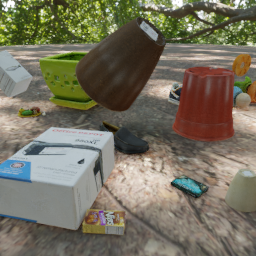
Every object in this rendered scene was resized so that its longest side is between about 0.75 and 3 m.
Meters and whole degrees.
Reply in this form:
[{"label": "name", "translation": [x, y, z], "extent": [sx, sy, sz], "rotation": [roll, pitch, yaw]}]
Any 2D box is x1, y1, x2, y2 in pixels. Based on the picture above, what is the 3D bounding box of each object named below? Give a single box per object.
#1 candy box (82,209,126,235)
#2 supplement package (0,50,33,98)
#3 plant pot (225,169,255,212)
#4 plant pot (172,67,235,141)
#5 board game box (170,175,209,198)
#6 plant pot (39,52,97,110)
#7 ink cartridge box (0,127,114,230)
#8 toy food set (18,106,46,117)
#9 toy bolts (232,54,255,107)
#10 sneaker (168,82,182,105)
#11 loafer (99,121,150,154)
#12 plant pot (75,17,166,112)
[{"label": "candy box", "translation": [-0.523, 2.118, 6.345], "extent": [0.921, 0.260, 0.537], "rotation": [3, 21, 3]}, {"label": "supplement package", "translation": [-3.304, -1.490, 7.693], "extent": [1.090, 0.639, 0.637], "rotation": [45, 36, 2]}, {"label": "plant pot", "translation": [2.929, 1.502, 7.045], "extent": [0.821, 0.876, 0.821], "rotation": [1, 22, 0]}, {"label": "plant pot", "translation": [3.148, -1.102, 11.358], "extent": [2.551, 2.481, 2.551], "rotation": [0, 22, 0]}, {"label": "board game box", "translation": [1.709, 1.606, 7.792], "extent": [0.593, 0.124, 0.877], "rotation": [-20, 29, -39]}, {"label": "plant pot", "translation": [-2.576, -2.518, 14.724], "extent": [2.814, 2.554, 2.801], "rotation": [11, 26, 24]}, {"label": "ink cartridge box", "translation": [-1.778, 1.107, 7.517], "extent": [2.130, 1.241, 2.946], "rotation": [5, 23, 13]}, {"label": "toy food set", "translation": [-4.646, -0.850, 13.477], "extent": [1.307, 0.427, 0.769], "rotation": [-5, 22, -11]}, {"label": "toy bolts", "translation": [6.168, -2.248, 14.716], "extent": [2.753, 2.630, 1.910], "rotation": [-29, 39, -19]}, {"label": "sneaker", "translation": [3.217, -1.636, 14.552], "extent": [1.119, 1.132, 2.852], "rotation": [-15, 28, -36]}, {"label": "loafer", "translation": [-0.221, 0.331, 10.053], "extent": [2.193, 0.793, 0.798], "rotation": [14, 25, 29]}, {"label": "plant pot", "translation": [-0.067, -2.601, 10.692], "extent": [2.785, 2.980, 2.785], "rotation": [27, 41, -26]}]
